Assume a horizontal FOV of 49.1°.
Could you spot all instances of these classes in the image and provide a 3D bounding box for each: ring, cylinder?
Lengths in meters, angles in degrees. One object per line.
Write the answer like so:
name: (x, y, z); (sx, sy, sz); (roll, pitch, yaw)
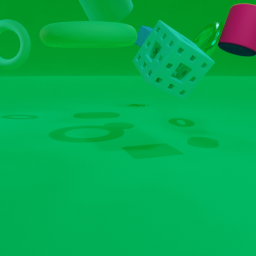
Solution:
ring: (-0.834, -1.984, 6.062); (2.067, 0.413, 2.067); (-1, 14, 0)
cylinder: (2.089, -1.751, 5.078); (0.709, 0.709, 0.709); (18, 6, -2)
ring: (2.062, -2.274, 7.695); (0.287, 1.433, 1.433); (32, 4, -16)
ring: (-3.718, -2.579, 8.673); (1.508, 1.508, 0.302); (2, 6, 10)
cylinder: (-0.736, -3.881, 8.148); (1.385, 1.385, 1.385); (-18, 41, 16)

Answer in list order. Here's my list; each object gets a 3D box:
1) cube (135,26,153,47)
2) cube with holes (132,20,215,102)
cube: (0.859, -3.731, 11.755); (0.766, 0.766, 0.766); (38, 28, 19)
cube with holes: (0.737, -1.127, 4.756); (0.830, 0.830, 0.830); (19, 30, -33)
